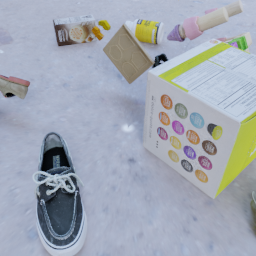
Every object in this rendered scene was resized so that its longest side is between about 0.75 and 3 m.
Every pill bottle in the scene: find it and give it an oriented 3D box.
[{"bbox_3d":[0.666,-4.042,11.671,1.559,0.873,0.873,13,44,13],"label":"pill bottle"}]

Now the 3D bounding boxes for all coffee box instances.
[{"bbox_3d":[1.988,-0.316,6.545,2.324,2.320,2.298,-31,51,-29],"label":"coffee box"},{"bbox_3d":[-2.190,-4.055,11.645,1.658,0.948,0.661,-13,45,-12],"label":"coffee box"}]

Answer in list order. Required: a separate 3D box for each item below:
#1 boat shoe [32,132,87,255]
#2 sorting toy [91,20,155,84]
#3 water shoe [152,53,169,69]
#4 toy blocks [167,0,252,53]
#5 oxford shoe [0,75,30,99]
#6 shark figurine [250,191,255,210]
[{"bbox_3d":[-1.457,1.207,5.906,1.035,0.957,2.803,-6,43,-7],"label":"boat shoe"},{"bbox_3d":[-0.183,-2.373,8.184,0.266,1.480,1.987,-42,96,-33],"label":"sorting toy"},{"bbox_3d":[1.652,-1.628,9.006,0.843,0.931,2.359,-34,52,-31],"label":"water shoe"},{"bbox_3d":[2.587,-2.224,9.197,2.476,2.941,2.749,-12,18,37],"label":"toy blocks"},{"bbox_3d":[-3.462,-1.160,7.770,1.596,0.597,0.562,13,1,25],"label":"oxford shoe"},{"bbox_3d":[3.022,1.482,5.872,1.951,0.814,1.166,-39,88,-25],"label":"shark figurine"}]
